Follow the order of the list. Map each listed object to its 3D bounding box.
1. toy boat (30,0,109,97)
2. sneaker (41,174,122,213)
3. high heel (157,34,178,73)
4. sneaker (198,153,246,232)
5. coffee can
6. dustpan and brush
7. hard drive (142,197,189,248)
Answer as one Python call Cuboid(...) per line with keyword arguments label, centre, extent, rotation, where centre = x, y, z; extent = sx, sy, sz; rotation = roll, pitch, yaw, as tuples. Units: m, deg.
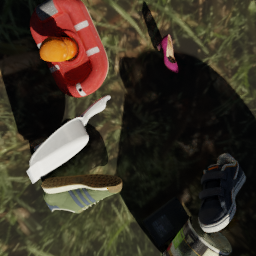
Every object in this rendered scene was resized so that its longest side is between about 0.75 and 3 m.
Cuboid(label="toy boat", centre=(-1.628, -1.997, 7.153), extent=(1.689, 1.691, 2.588), rotation=(-19, 106, 23))
Cuboid(label="sneaker", centre=(-1.208, 1.823, 7.565), extent=(2.104, 0.705, 0.944), rotation=(-2, 111, -4))
Cuboid(label="high heel", centre=(1.225, -2.098, 7.960), extent=(0.357, 0.509, 1.058), rotation=(-30, 86, -38))
Cuboid(label="sneaker", centre=(2.174, 1.476, 6.860), extent=(0.896, 0.885, 2.256), rotation=(59, 42, -9))
Cuboid(label="coffee can", centre=(1.566, 3.198, 6.909), extent=(1.198, 1.198, 1.637), rotation=(33, 102, 3))
Cuboid(label="dustpan and brush", centre=(-1.410, 0.130, 7.132), extent=(2.886, 2.014, 0.826), rotation=(-34, 82, -23))
Cuboid(label="hard drive", centre=(1.068, 2.505, 7.515), extent=(1.147, 0.189, 0.801), rotation=(-31, 80, -18))
